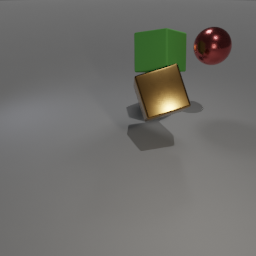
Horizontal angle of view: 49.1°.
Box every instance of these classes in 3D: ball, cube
[{"bbox_3d":[3.196,-3.096,10.617,1.400,1.400,1.400,0,28,0],"label":"ball"},{"bbox_3d":[1.186,-2.753,10.215,1.400,1.400,1.400,7,13,38],"label":"cube"},{"bbox_3d":[1.051,-1.088,9.171,1.400,1.400,1.400,-17,-3,-1],"label":"cube"}]
